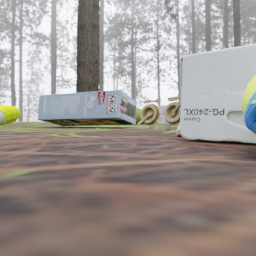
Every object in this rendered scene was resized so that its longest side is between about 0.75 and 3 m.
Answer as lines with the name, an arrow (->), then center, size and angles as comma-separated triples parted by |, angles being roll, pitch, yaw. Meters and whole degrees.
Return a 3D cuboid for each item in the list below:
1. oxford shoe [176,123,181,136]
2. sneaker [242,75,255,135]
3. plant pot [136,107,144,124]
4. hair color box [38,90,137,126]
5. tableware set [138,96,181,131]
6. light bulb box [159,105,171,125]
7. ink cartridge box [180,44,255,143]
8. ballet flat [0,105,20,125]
oxford shoe -> 0.844, -0.031, 4.113 | 0.278, 0.290, 0.786 | 5, 4, 6
sneaker -> 1.602, -0.095, 1.365 | 2.097, 0.794, 1.101 | -6, 11, 39
plant pot -> 0.507, -0.607, 14.867 | 1.123, 1.050, 1.050 | 14, 2, 2
hair color box -> -1.270, -0.566, 8.911 | 2.807, 0.851, 1.390 | -1, -8, 21
tableware set -> 0.590, -0.266, 5.073 | 0.944, 0.624, 0.189 | -2, -12, 38
light bulb box -> 2.108, -0.669, 14.407 | 0.615, 0.985, 0.977 | 1, 1, -34
ink cartridge box -> 1.975, -0.367, 3.503 | 1.736, 0.997, 2.391 | 1, 2, 41
ballet flat -> -5.435, -0.374, 10.690 | 2.471, 0.826, 0.828 | -3, 23, -1
